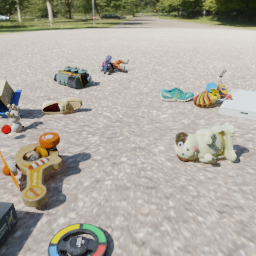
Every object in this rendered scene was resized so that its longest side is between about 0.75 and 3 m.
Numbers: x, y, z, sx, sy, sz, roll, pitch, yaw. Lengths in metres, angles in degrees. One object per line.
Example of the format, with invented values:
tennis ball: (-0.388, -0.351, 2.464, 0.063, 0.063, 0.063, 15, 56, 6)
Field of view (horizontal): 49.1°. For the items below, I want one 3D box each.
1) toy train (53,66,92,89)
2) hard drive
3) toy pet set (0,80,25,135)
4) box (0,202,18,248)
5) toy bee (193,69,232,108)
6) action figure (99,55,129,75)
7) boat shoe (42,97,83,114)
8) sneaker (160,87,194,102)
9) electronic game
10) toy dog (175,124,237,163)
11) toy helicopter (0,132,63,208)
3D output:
toy train: (-2.855, -2.562, 14.263, 2.083, 0.888, 1.187, 17, 39, 33)
hard drive: (4.844, -0.974, 11.278, 1.751, 0.349, 2.655, 12, 28, 25)
toy pet set: (-4.700, -0.427, 9.649, 2.447, 1.299, 2.284, -1, 59, 5)
box: (-3.239, 1.877, 4.738, 2.078, 0.530, 1.639, 3, 25, 8)
toy bee: (3.575, -1.411, 11.211, 1.014, 1.866, 1.221, 46, 15, 21)
action figure: (-0.928, -3.585, 16.843, 1.720, 0.930, 1.778, 0, 49, 17)
boat shoe: (-2.518, -0.787, 10.672, 1.559, 0.575, 0.539, -9, 27, 3)
sneaker: (2.133, -1.464, 12.067, 1.478, 0.589, 0.573, 0, 25, -2)
electronic game: (-0.857, 2.021, 4.812, 1.019, 0.212, 1.019, 0, 24, 0)
toy dog: (1.958, 0.394, 7.526, 1.434, 1.000, 1.390, -9, 20, -15)
toy helicopter: (-2.227, 0.983, 6.416, 1.448, 0.863, 2.189, -6, 30, -13)
